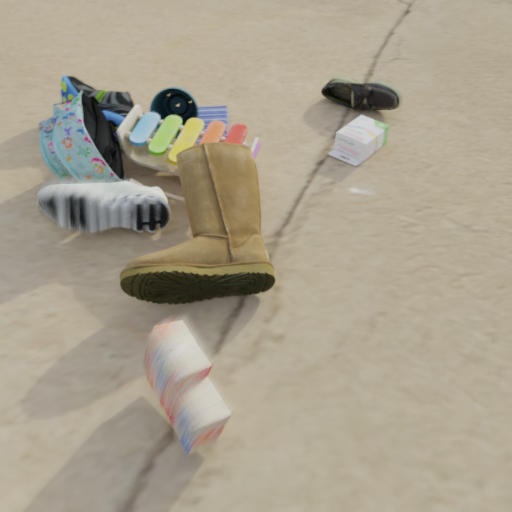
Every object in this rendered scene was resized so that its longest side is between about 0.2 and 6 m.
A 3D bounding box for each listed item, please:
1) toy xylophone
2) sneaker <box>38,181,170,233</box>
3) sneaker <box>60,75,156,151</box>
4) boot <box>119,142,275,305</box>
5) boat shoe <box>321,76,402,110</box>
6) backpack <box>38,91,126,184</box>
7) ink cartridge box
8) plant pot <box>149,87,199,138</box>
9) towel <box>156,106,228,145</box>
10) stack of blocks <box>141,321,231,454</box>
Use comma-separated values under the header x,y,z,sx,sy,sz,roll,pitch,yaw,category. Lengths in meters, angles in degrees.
x,y,z,sx,sy,sz,roll,pitch,yaw,category
-1.607,-2.270,12.792,3.258,0.818,2.385,10,51,-1,toy xylophone
-3.104,-1.099,11.597,2.621,0.985,1.062,5,37,-13,sneaker
-3.979,-3.794,14.761,3.364,1.193,1.394,32,43,25,sneaker
-1.209,-0.743,10.809,2.910,1.099,3.323,0,54,-18,boot
2.897,-4.424,15.664,2.363,0.865,0.766,22,51,35,boat shoe
-3.831,-2.361,12.525,1.600,1.887,2.126,-30,50,1,backpack
2.586,-2.923,14.119,0.894,0.514,1.527,29,49,26,ink cartridge box
-2.049,-3.750,14.306,1.216,1.216,1.143,-2,24,-2,plant pot
-1.673,-3.201,14.683,1.911,0.315,2.639,-2,40,1,towel
-1.029,1.858,8.101,0.479,0.942,1.635,-8,45,-38,stack of blocks
